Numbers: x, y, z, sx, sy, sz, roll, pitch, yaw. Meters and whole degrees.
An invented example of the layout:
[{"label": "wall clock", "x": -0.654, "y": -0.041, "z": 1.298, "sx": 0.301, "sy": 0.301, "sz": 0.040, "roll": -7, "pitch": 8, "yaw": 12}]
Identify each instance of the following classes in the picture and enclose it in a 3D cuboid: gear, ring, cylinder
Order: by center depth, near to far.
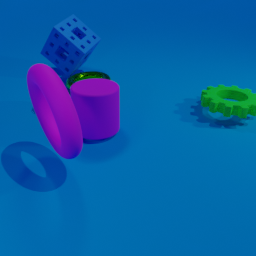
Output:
[{"label": "ring", "x": -1.446, "y": -0.292, "z": 5.458, "sx": 0.387, "sy": 1.936, "sz": 1.936, "roll": -24, "pitch": 41, "yaw": -25}, {"label": "cylinder", "x": -0.799, "y": -0.491, "z": 6.983, "sx": 1.177, "sy": 1.177, "sz": 1.177, "roll": 0, "pitch": 29, "yaw": 0}, {"label": "gear", "x": 2.875, "y": -0.779, "z": 7.818, "sx": 1.624, "sy": 0.300, "sz": 1.624, "roll": 1, "pitch": 29, "yaw": 0}, {"label": "ring", "x": -1.305, "y": -1.547, "z": 9.310, "sx": 1.499, "sy": 0.300, "sz": 1.499, "roll": -2, "pitch": 29, "yaw": 1}]

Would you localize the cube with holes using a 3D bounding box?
[{"label": "cube with holes", "x": -1.932, "y": -2.789, "z": 9.522, "sx": 1.233, "sy": 1.233, "sz": 1.233, "roll": 40, "pitch": 44, "yaw": -9}]
